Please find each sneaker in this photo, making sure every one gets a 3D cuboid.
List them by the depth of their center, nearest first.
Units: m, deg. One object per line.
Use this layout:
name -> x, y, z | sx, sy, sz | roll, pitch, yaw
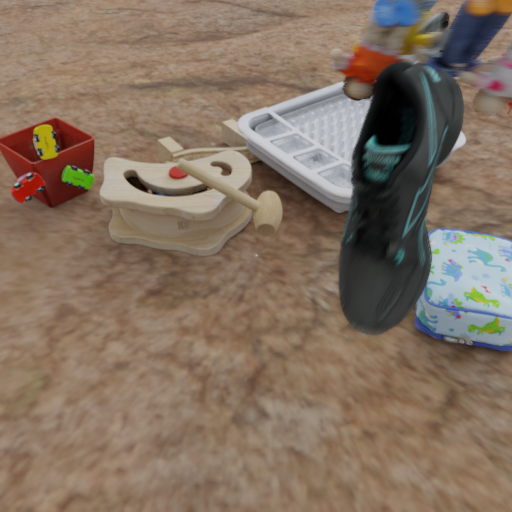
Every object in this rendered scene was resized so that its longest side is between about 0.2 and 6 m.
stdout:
sneaker -> 1.301, -0.581, 5.876 | 1.094, 2.903, 1.150 | 15, 8, 34
sneaker -> 3.061, -4.438, 10.582 | 0.730, 1.124, 1.946 | 3, 71, -46

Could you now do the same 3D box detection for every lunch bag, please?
lunch bag -> 3.184, 0.457, 8.192 | 1.560, 0.800, 1.941 | 9, 39, 13

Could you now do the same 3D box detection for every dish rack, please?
dish rack -> 1.901, -2.238, 11.358 | 3.869, 0.842, 3.321 | -28, 51, -30

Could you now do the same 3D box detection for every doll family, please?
doll family -> 2.027, -2.331, 6.289 | 2.444, 1.517, 1.101 | 7, 69, -6

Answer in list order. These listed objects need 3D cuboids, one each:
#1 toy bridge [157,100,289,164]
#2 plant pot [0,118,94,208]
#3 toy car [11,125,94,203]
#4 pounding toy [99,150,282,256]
toy bridge -> -0.293, -2.480, 12.050 | 3.727, 0.507, 1.253 | -25, 48, -28
plant pot -> -3.871, -1.703, 10.600 | 1.305, 1.150, 1.304 | 30, 47, 30
toy car -> -3.535, -1.501, 9.926 | 1.333, 1.416, 0.316 | 17, 9, -46
pounding toy -> -1.073, -1.316, 9.501 | 3.329, 1.910, 1.904 | 9, 44, 10
